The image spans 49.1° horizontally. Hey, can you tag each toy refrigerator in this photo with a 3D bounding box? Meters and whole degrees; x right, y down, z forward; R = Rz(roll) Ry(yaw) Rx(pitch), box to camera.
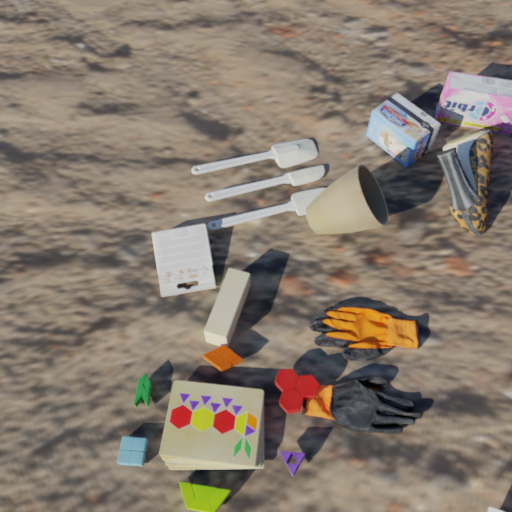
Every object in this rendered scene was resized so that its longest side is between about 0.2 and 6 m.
[{"bbox_3d":[-0.539,0.954,10.427,0.479,0.519,1.368,15,61,9],"label":"toy refrigerator"}]

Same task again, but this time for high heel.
[{"bbox_3d":[4.726,-1.623,12.063,2.665,0.952,1.900,-33,104,-46],"label":"high heel"}]

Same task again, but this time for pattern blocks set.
[{"bbox_3d":[-0.659,2.839,9.393,3.074,0.249,2.702,12,61,10],"label":"pattern blocks set"}]

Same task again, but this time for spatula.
[{"bbox_3d":[0.170,-1.567,12.133,2.919,0.234,2.030,-14,65,-10],"label":"spatula"}]

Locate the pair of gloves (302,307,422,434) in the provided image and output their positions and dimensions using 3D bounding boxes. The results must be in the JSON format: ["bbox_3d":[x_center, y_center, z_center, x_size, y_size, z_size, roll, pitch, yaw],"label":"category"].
[{"bbox_3d":[1.910,1.966,9.958,2.046,0.284,2.296,7,60,4],"label":"pair of gloves"}]

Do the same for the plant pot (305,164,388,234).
[{"bbox_3d":[1.717,-0.965,11.126,1.361,1.274,1.274,-21,53,30],"label":"plant pot"}]

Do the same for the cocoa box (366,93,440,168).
[{"bbox_3d":[3.239,-2.797,12.474,0.851,0.865,1.297,-37,67,-19],"label":"cocoa box"}]

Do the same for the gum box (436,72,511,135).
[{"bbox_3d":[5.176,-3.479,12.797,1.841,1.045,0.609,11,59,7],"label":"gum box"}]

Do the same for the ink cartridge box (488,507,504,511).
[{"bbox_3d":[3.442,4.471,7.882,0.590,1.022,1.405,8,53,30],"label":"ink cartridge box"}]

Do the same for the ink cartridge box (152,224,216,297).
[{"bbox_3d":[-1.432,0.108,11.126,1.104,0.343,1.371,-10,74,-6],"label":"ink cartridge box"}]
